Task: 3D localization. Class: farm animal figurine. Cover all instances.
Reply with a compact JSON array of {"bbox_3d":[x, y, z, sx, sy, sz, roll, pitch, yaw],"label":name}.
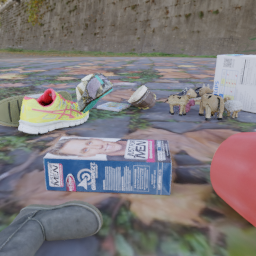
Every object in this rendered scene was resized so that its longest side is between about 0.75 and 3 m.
[{"bbox_3d":[2.896,-1.070,10.858,2.290,1.194,2.265,-8,19,-23],"label":"farm animal figurine"}]

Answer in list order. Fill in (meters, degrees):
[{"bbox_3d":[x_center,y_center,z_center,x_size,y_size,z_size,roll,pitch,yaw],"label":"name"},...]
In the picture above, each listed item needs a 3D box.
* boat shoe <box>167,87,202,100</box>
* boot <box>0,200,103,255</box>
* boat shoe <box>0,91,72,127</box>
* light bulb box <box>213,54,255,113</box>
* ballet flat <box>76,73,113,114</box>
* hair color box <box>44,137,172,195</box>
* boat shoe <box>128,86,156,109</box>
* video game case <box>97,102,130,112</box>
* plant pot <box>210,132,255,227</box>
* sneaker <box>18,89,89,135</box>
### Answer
[{"bbox_3d":[2.845,-1.694,13.767,1.997,0.626,0.726,-6,19,-19],"label":"boat shoe"},{"bbox_3d":[-1.269,1.564,3.559,1.514,0.604,1.665,-10,7,17],"label":"boot"},{"bbox_3d":[-3.486,-0.675,10.120,2.927,1.094,1.001,-16,8,-41],"label":"boat shoe"},{"bbox_3d":[5.010,-1.959,11.930,1.407,2.235,2.254,-14,24,-41],"label":"light bulb box"},{"bbox_3d":[-1.149,-1.115,8.551,0.882,0.882,2.453,-8,-6,-23],"label":"ballet flat"},{"bbox_3d":[-0.361,0.744,5.899,2.462,0.745,1.231,1,18,4],"label":"hair color box"},{"bbox_3d":[0.639,-1.268,12.094,0.816,0.985,2.742,40,1,-6],"label":"boat shoe"},{"bbox_3d":[-0.621,-0.942,12.238,1.117,0.123,1.016,10,20,28],"label":"video game case"},{"bbox_3d":[2.294,0.805,4.363,1.808,1.808,1.600,-7,11,-22],"label":"plant pot"},{"bbox_3d":[-2.342,-0.690,9.457,1.136,1.313,2.907,9,17,29],"label":"sneaker"}]
